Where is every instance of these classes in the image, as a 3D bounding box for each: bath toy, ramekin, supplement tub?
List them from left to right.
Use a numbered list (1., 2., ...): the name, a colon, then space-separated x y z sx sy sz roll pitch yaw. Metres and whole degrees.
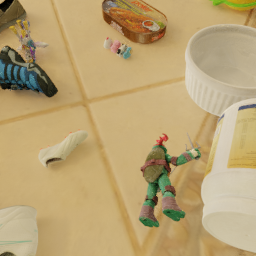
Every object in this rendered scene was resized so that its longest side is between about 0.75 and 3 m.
1. bath toy: -0.366 -2.783 9.534 1.097 0.406 0.477 33 59 24
2. ramekin: 2.915 -1.559 7.951 2.738 1.437 2.738 0 52 0
3. supplement tub: 2.615 0.917 5.738 1.942 1.942 2.689 17 55 13

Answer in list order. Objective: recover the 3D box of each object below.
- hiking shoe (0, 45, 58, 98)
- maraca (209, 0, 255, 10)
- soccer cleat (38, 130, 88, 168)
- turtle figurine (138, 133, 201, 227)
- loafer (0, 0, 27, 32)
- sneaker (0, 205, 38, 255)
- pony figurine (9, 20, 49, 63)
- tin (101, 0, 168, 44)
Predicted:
1. hiking shoe: -3.142 -1.417 8.296 2.618 0.974 1.135 33 74 29
2. maraca: 4.330 -5.327 11.018 2.273 1.216 1.558 9 63 22
3. soccer cleat: -1.561 0.525 7.016 1.356 0.470 0.526 -28 62 -12
4. turtle figurine: 0.733 0.959 5.777 0.987 1.467 1.960 23 47 -11
5. loafer: -4.952 -3.989 10.104 1.015 0.940 2.700 29 58 20
6. sneaker: -3.059 2.365 5.288 2.716 0.955 1.088 -15 57 -12
7. pony figurine: -3.302 -2.825 9.191 1.091 1.310 1.265 -6 37 5
8. tin: 0.210 -4.113 10.461 1.623 0.607 2.899 -34 60 -18
